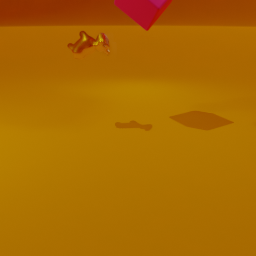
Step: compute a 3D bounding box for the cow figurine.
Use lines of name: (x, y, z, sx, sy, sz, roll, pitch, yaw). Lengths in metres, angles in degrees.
cow figurine: (-1.005, -2.126, 7.407, 1.030, 0.565, 1.013, -42, 59, 3)

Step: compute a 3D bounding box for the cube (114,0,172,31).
cube: (0.517, -3.529, 7.218, 1.187, 1.187, 1.187, 38, -11, -4)
